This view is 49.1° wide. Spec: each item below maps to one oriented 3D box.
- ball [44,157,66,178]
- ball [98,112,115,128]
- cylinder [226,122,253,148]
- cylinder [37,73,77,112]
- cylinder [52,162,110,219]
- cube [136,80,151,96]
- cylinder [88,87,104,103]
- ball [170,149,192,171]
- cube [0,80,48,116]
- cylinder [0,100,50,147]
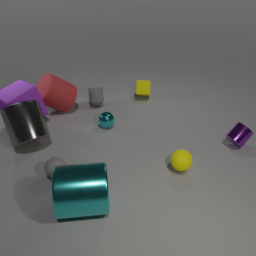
[{"bbox_3d":[-2.320,1.282,8.976,0.700,0.700,0.700,0,29,0],"label":"ball"},{"bbox_3d":[-0.906,-0.346,11.842,0.700,0.700,0.700,0,29,0],"label":"ball"},{"bbox_3d":[4.183,0.256,10.509,0.700,0.700,0.700,-49,37,5],"label":"cylinder"},{"bbox_3d":[-3.298,-1.602,12.848,1.400,1.400,1.400,23,10,-41],"label":"cylinder"},{"bbox_3d":[-1.244,1.671,7.579,1.400,1.400,1.400,-4,30,-6],"label":"cylinder"},{"bbox_3d":[0.796,-2.056,14.418,0.700,0.700,0.700,3,3,5],"label":"cube"},{"bbox_3d":[-1.545,-1.619,13.553,0.700,0.700,0.700,-4,13,1],"label":"cylinder"},{"bbox_3d":[1.729,1.045,9.071,0.700,0.700,0.700,0,29,0],"label":"ball"},{"bbox_3d":[-4.510,-0.991,11.782,1.400,1.400,1.400,23,51,39],"label":"cube"},{"bbox_3d":[-3.786,-0.173,10.349,1.400,1.400,1.400,-18,3,1],"label":"cylinder"}]
